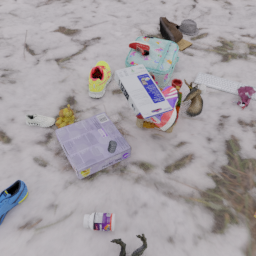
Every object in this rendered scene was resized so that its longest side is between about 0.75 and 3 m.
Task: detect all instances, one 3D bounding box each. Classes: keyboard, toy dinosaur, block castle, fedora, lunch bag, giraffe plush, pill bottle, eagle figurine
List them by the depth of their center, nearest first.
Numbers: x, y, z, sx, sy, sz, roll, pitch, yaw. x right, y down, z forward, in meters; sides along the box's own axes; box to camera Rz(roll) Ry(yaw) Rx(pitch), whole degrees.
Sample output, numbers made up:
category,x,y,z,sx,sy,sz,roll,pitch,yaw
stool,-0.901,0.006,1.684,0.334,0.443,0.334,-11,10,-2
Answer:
category,x,y,z,sx,sy,sz,roll,pitch,yaw
toy dinosaur,0.107,3.543,7.603,2.571,0.610,1.133,-7,62,-7
pill bottle,-0.848,2.786,8.341,0.903,0.503,0.503,2,47,2
giraffe plush,-2.443,-0.452,11.132,0.964,0.782,0.832,-24,52,-21
block castle,1.309,-1.132,11.419,1.705,1.197,2.552,11,48,5
eagle figurine,2.745,-1.287,11.853,1.080,1.074,1.423,18,36,-8
keyboard,4.565,-1.964,12.961,2.865,0.153,0.806,19,50,17
lunch bag,1.224,-3.312,13.537,2.345,1.127,2.924,13,49,11
fedora,3.578,-5.957,16.351,1.280,0.578,1.132,32,55,26

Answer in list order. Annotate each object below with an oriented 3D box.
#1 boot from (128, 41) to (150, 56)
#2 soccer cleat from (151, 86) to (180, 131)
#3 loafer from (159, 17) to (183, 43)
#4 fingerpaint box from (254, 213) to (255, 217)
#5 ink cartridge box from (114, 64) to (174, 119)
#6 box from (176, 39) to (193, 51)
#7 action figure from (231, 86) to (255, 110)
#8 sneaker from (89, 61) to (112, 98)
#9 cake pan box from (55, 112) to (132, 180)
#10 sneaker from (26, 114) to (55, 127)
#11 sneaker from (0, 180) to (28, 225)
category,x,y,z,sx,sy,sz,roll,pitch,yaw
boot,0.498,-3.593,12.771,1.005,0.364,0.725,8,50,0
soccer cleat,1.267,-0.938,10.062,0.907,0.845,2.478,36,37,-16
loafer,2.385,-5.413,15.579,0.886,0.912,2.496,-15,51,-3
fingerpaint box,4.878,2.536,8.531,1.531,0.561,1.277,29,54,24
ink cartridge box,0.458,-1.097,8.872,1.057,0.417,2.126,-17,58,-20
box,2.809,-4.679,15.481,0.966,0.126,1.182,-36,57,-28
action figure,5.040,-1.246,12.117,0.852,0.767,1.145,27,64,-29
sneaker,-1.277,-2.481,12.805,0.937,1.083,2.398,1,46,3
cake pan box,-1.332,0.526,10.375,2.112,0.600,2.293,-22,51,-22
sneaker,-3.531,-0.326,11.235,1.188,0.481,0.446,1,46,-1
sneaker,-3.926,2.381,8.551,0.648,0.771,1.967,27,54,20
